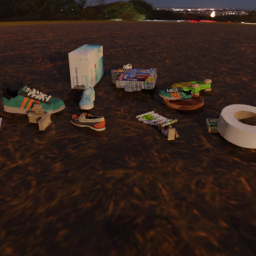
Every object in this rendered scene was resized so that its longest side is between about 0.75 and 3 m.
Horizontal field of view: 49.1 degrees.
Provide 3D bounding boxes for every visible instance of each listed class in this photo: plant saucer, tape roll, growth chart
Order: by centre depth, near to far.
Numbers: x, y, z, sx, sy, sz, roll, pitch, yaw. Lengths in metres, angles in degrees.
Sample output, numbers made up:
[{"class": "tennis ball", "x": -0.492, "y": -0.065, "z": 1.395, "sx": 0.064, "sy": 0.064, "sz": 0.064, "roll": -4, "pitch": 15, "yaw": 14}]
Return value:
[{"class": "tape roll", "x": 4.557, "y": -0.111, "z": 10.831, "sx": 2.056, "sy": 0.719, "sz": 2.056, "roll": 2, "pitch": 36, "yaw": -2}, {"class": "growth chart", "x": 1.200, "y": -0.380, "z": 12.329, "sx": 1.131, "sy": 0.139, "sz": 1.563, "roll": -23, "pitch": 34, "yaw": -36}, {"class": "plant saucer", "x": 2.760, "y": -1.326, "z": 13.989, "sx": 1.999, "sy": 0.323, "sz": 1.999, "roll": 1, "pitch": 27, "yaw": 0}]

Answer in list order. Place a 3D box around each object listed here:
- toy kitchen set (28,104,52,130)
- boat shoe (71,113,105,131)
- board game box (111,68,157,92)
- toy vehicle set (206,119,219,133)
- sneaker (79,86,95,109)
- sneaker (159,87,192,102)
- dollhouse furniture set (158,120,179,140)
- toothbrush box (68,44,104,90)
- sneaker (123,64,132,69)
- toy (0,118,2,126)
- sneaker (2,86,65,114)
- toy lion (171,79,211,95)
[{"class": "toy kitchen set", "x": -3.860, "y": -0.470, "z": 11.766, "sx": 0.963, "sy": 0.786, "sz": 0.869, "roll": 4, "pitch": 27, "yaw": 8}, {"class": "boat shoe", "x": -1.708, "y": -0.353, "z": 11.813, "sx": 1.746, "sy": 0.546, "sz": 0.621, "roll": 15, "pitch": 32, "yaw": 29}, {"class": "board game box", "x": 0.221, "y": -2.792, "z": 16.295, "sx": 2.733, "sy": 0.843, "sz": 2.734, "roll": 4, "pitch": 27, "yaw": 9}, {"class": "toy vehicle set", "x": 4.074, "y": -0.078, "z": 11.642, "sx": 1.513, "sy": 0.201, "sz": 0.940, "roll": 3, "pitch": 27, "yaw": 5}, {"class": "sneaker", "x": -2.047, "y": -1.549, "z": 13.898, "sx": 0.713, "sy": 0.791, "sz": 1.930, "roll": -2, "pitch": 27, "yaw": -2}, {"class": "sneaker", "x": 2.401, "y": -1.781, "z": 14.031, "sx": 1.635, "sy": 0.653, "sz": 0.583, "roll": 8, "pitch": 32, "yaw": -1}, {"class": "dollhouse furniture set", "x": 1.627, "y": 0.031, "z": 11.159, "sx": 0.521, "sy": 0.445, "sz": 1.005, "roll": -8, "pitch": 27, "yaw": -15}, {"class": "toothbrush box", "x": -2.426, "y": -3.706, "z": 16.757, "sx": 1.199, "sy": 2.058, "sz": 2.811, "roll": 6, "pitch": 27, "yaw": 11}, {"class": "sneaker", "x": -0.204, "y": -3.887, "z": 18.733, "sx": 0.614, "sy": 0.596, "sz": 1.683, "roll": 8, "pitch": 28, "yaw": 15}, {"class": "toy", "x": -5.542, "y": 0.083, "z": 11.079, "sx": 1.041, "sy": 0.427, "sz": 1.809, "roll": -14, "pitch": 24, "yaw": -17}, {"class": "sneaker", "x": -4.450, "y": -1.337, "z": 13.034, "sx": 2.957, "sy": 1.182, "sz": 1.055, "roll": 2, "pitch": 27, "yaw": 4}, {"class": "toy lion", "x": 3.475, "y": -2.334, "z": 15.799, "sx": 1.884, "sy": 0.647, "sz": 1.806, "roll": -22, "pitch": 26, "yaw": -36}]
